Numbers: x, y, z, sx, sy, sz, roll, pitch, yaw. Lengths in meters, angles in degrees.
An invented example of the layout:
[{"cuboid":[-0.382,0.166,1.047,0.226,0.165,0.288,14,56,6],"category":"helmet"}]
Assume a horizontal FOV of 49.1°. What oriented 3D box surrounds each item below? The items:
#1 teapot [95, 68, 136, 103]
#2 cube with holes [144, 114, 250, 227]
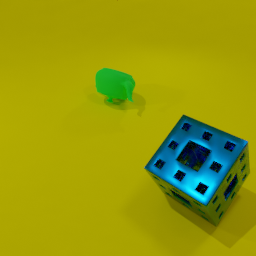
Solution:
[{"cuboid":[-0.385,-1.211,8.324,1.226,0.965,1.971,10,8,-41],"category":"teapot"},{"cuboid":[1.282,0.756,5.009,1.219,1.219,1.219,28,73,36],"category":"cube with holes"}]
